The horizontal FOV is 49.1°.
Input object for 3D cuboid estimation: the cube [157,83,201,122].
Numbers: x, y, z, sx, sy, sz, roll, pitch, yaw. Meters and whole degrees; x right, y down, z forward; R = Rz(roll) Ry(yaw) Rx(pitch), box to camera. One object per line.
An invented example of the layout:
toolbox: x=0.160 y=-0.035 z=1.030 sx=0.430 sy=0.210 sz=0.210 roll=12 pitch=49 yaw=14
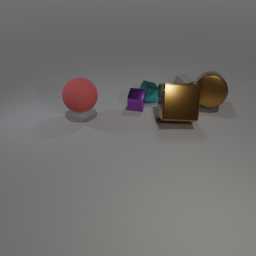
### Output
cube: x=1.965 y=-1.049 z=11.094 sx=1.400 sy=1.400 sz=1.400 roll=2 pitch=9 yaw=-2

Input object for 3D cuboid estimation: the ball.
ball: x=-1.907 y=-1.303 z=11.147 sx=1.400 sy=1.400 sz=1.400 roll=0 pitch=29 yaw=0

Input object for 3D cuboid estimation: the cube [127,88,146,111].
cube: x=0.384 y=-1.259 z=12.330 sx=0.700 sy=0.700 sz=0.700 roll=8 pitch=52 yaw=11

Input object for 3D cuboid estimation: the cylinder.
cylinder: x=3.650 y=-1.733 z=12.404 sx=1.400 sy=1.400 sz=1.400 roll=7 pitch=20 yaw=13

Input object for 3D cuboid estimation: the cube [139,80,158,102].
cube: x=0.983 y=-1.705 z=13.098 sx=0.700 sy=0.700 sz=0.700 roll=5 pitch=37 yaw=-35

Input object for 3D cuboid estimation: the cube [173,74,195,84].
cube: x=2.687 y=-2.156 z=13.765 sx=0.700 sy=0.700 sz=0.700 roll=-20 pitch=54 yaw=-43
